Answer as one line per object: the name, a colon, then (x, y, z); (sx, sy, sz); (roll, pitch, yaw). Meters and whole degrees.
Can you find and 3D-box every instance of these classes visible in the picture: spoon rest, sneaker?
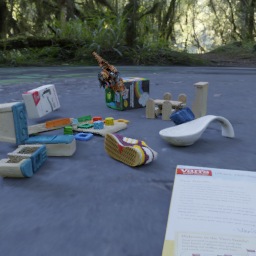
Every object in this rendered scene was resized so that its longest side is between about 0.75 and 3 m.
spoon rest: (2.032, 0.040, 8.166); (2.390, 0.724, 1.187); (-6, 9, -25)
sneaker: (0.025, 0.523, 6.951); (0.706, 0.588, 1.568); (-1, 19, -38)

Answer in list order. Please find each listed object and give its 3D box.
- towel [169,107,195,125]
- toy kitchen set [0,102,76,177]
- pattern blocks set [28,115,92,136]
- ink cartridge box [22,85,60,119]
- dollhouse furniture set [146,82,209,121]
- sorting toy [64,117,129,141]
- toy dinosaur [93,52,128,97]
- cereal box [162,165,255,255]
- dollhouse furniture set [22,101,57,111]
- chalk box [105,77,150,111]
towel: (1.691, -0.362, 8.725); (0.796, 0.444, 0.193); (-25, 20, 53)
toy kitchen set: (-2.047, 0.086, 6.385); (1.184, 1.611, 2.010); (0, 15, 3)
pattern blocks set: (-2.508, 0.036, 7.935); (2.960, 0.240, 2.602); (-14, 3, -31)
ink cartridge box: (-3.294, -1.038, 10.745); (0.552, 0.977, 1.331); (-4, 21, 24)
dollhouse furniture set: (2.030, -1.160, 11.309); (2.139, 1.392, 1.965); (8, 17, 27)
sorting toy: (-1.005, -0.138, 9.531); (1.516, 0.367, 2.692); (10, 18, 32)
toy dinosaur: (-0.698, -2.199, 11.420); (1.032, 2.020, 1.371); (-17, 8, -10)
cereal box: (1.560, 1.344, 3.814); (2.009, 0.552, 2.792); (4, 16, 13)
dollhouse furniture set: (-4.008, -1.244, 12.808); (1.452, 0.748, 1.437); (-3, 16, -12)
chalk box: (-0.224, -1.599, 12.986); (2.131, 1.330, 1.321); (-10, 19, -34)
